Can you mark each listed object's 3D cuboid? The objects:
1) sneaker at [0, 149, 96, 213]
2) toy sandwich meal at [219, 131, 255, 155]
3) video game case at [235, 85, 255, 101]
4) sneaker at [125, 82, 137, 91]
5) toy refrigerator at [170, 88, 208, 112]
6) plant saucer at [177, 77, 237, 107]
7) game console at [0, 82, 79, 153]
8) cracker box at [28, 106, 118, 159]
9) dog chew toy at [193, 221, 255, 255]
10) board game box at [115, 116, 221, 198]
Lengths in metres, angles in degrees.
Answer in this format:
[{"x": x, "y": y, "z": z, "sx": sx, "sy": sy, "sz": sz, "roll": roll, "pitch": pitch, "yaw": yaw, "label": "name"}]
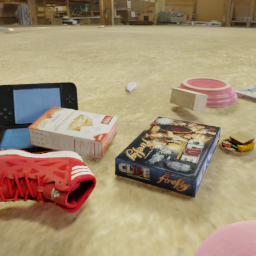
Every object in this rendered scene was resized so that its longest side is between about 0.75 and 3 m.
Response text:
[{"x": -1.803, "y": 1.021, "z": 5.264, "sx": 2.581, "sy": 1.011, "sz": 1.491, "roll": -10, "pitch": 17, "yaw": -31, "label": "sneaker"}, {"x": 3.049, "y": 0.400, "z": 7.765, "sx": 1.005, "sy": 0.344, "sz": 1.005, "roll": 0, "pitch": 25, "yaw": 0, "label": "toy sandwich meal"}, {"x": 5.811, "y": -1.459, "z": 11.979, "sx": 1.910, "sy": 0.210, "sz": 1.741, "roll": -18, "pitch": 30, "yaw": -33, "label": "video game case"}, {"x": 0.030, "y": -1.892, "z": 12.875, "sx": 0.425, "sy": 0.361, "sz": 0.960, "roll": -2, "pitch": 15, "yaw": 26, "label": "sneaker"}, {"x": 2.184, "y": -1.048, "z": 10.197, "sx": 0.550, "sy": 0.597, "sz": 1.573, "roll": 3, "pitch": 13, "yaw": -24, "label": "toy refrigerator"}, {"x": 3.233, "y": -1.584, "z": 11.743, "sx": 2.572, "sy": 0.652, "sz": 2.572, "roll": 1, "pitch": 24, "yaw": 0, "label": "plant saucer"}, {"x": -2.680, "y": -0.374, "z": 8.208, "sx": 2.483, "sy": 2.140, "sz": 1.474, "roll": -4, "pitch": -1, "yaw": -11, "label": "game console"}, {"x": -1.460, "y": 0.071, "z": 7.798, "sx": 2.079, "sy": 0.600, "sz": 1.392, "roll": 11, "pitch": 30, "yaw": 11, "label": "cracker box"}, {"x": 0.771, "y": 2.043, "z": 2.681, "sx": 2.796, "sy": 1.741, "sz": 1.741, "roll": -17, "pitch": 28, "yaw": -13, "label": "dog chew toy"}, {"x": 1.169, "y": 0.545, "z": 7.261, "sx": 1.923, "sy": 0.491, "sz": 2.839, "roll": 12, "pitch": 27, "yaw": 23, "label": "board game box"}]
